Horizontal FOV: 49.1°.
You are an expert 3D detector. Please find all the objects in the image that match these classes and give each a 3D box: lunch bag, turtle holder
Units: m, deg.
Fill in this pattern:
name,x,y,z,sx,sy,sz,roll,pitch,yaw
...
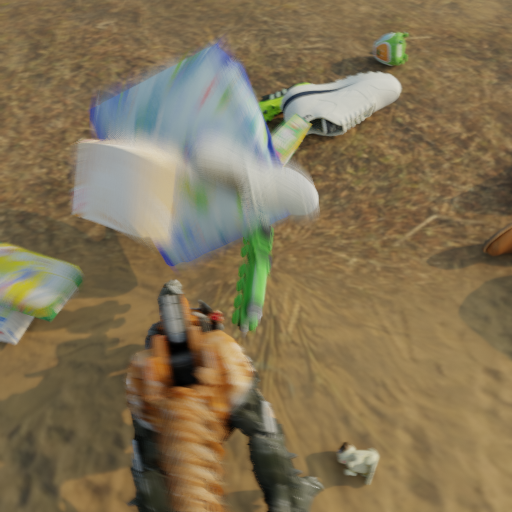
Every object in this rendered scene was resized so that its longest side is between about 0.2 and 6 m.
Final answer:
name,x,y,z,sx,sy,sz,roll,pitch,yaw
lunch bag,-0.931,-1.546,9.311,2.432,1.822,2.860,-23,88,16
turtle holder,3.414,-5.285,14.153,0.745,0.797,1.049,7,61,24

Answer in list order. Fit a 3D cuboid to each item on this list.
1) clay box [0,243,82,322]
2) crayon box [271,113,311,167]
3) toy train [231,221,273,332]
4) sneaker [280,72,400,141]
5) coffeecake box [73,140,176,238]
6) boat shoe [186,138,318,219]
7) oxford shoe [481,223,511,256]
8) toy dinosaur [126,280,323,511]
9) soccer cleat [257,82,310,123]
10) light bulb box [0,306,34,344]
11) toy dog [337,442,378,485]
name,x,y,z,sx,sy,sz,roll,pitch,yaw
clay box,-3.794,0.383,9.012,1.651,0.393,0.949,16,47,12
crayon box,0.349,-1.946,11.094,0.429,1.271,1.473,39,59,2
toy train,-0.017,0.262,8.277,0.395,0.534,1.895,27,45,-22
sneaker,1.971,-3.252,12.495,2.781,1.062,1.119,-15,62,-6
coffeecake box,-1.622,-0.838,6.792,1.250,0.959,0.457,18,16,33
boat shoe,-0.083,-0.979,7.981,1.979,0.731,0.844,27,42,-5
oxford shoe,5.088,-0.292,10.169,2.041,0.728,0.727,-13,57,-12
toy dinosaur,-0.798,1.916,6.602,2.377,3.158,4.653,-12,6,16
soccer cleat,0.547,-3.610,12.962,1.755,0.593,0.711,-33,45,-23
light bulb box,-4.144,0.942,9.205,0.786,0.495,0.793,9,51,20
toy dog,1.405,2.828,7.837,0.550,0.384,0.533,19,47,17
